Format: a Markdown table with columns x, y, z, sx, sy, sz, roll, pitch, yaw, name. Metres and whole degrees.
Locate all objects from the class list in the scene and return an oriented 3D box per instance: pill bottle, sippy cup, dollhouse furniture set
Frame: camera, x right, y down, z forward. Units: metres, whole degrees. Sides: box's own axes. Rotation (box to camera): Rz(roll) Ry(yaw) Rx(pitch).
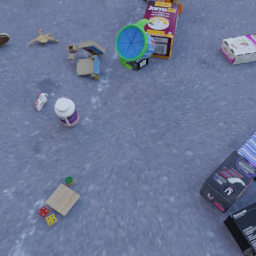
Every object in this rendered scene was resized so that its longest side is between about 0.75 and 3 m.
| x | y | z | sx | sy | sz | roll | pitch | yaw | name |
| --- | --- | --- | --- | --- | --- | --- | --- | --- | --- |
| -2.110 | -0.565 | 9.623 | 0.678 | 1.205 | 0.678 | 0 | 69 | 0 | pill bottle |
| 0.358 | -2.966 | 10.010 | 1.605 | 1.176 | 1.260 | -23 | 85 | 30 | sippy cup |
| -1.756 | -2.748 | 12.009 | 1.468 | 1.015 | 1.555 | -3 | 82 | 25 | dollhouse furniture set |

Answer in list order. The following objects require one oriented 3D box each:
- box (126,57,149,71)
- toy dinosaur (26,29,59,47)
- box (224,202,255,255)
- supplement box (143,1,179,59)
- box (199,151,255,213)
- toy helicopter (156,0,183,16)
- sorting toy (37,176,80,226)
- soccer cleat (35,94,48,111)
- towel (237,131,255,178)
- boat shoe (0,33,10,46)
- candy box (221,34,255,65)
| x | y | z | sx | sy | sz | roll | pitch | yaw | name |
| --- | --- | --- | --- | --- | --- | --- | --- | --- | --- |
| 0.304 | -3.029 | 12.097 | 0.735 | 0.518 | 0.994 | -38 | 62 | -25 | box |
| -4.032 | -4.206 | 13.059 | 1.505 | 0.438 | 0.761 | -8 | 54 | -6 | toy dinosaur |
| 3.803 | 2.658 | 7.619 | 1.831 | 0.722 | 1.292 | -19 | 58 | -14 | box |
| 1.412 | -4.542 | 12.832 | 1.508 | 1.170 | 2.733 | 10 | 53 | 7 | supplement box |
| 3.022 | 1.590 | 8.370 | 1.540 | 0.817 | 0.941 | -37 | 61 | -24 | box |
| 1.697 | -7.034 | 14.462 | 1.170 | 1.961 | 2.966 | -3 | 28 | -39 | toy helicopter |
| -1.943 | 2.186 | 8.274 | 0.723 | 0.254 | 1.500 | 27 | 57 | 19 | sorting toy |
| -3.285 | -1.006 | 10.703 | 0.366 | 0.295 | 0.859 | -4 | 48 | 2 | soccer cleat |
| 4.769 | 0.836 | 9.293 | 1.744 | 0.287 | 2.409 | 38 | 61 | 25 | towel |
| -6.056 | -3.757 | 12.677 | 1.527 | 0.564 | 0.565 | -26 | 59 | -5 | boat shoe |
| 5.253 | -3.522 | 12.448 | 1.816 | 0.554 | 1.238 | -10 | 53 | -8 | candy box |
